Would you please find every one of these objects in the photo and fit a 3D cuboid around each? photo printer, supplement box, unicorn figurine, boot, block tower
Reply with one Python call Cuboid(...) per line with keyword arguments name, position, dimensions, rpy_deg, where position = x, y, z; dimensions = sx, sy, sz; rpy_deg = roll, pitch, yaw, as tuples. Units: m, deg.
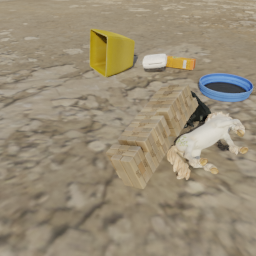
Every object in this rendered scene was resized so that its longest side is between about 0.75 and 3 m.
Cuboid(name="photo printer", position=(1.031, -2.553, 10.731), dimensions=(0.923, 0.385, 1.109), rpy_deg=(-4, 23, 10))
Cuboid(name="supplement box", position=(2.104, -2.670, 11.440), dimensions=(1.226, 0.422, 0.408), rpy_deg=(10, 25, 20))
Cuboid(name="unicorn figurine", position=(1.893, 0.206, 6.255), dimensions=(2.346, 0.866, 1.611), rpy_deg=(-17, 24, -9))
Cuboid(name="boot", position=(1.460, -0.533, 7.984), dimensions=(1.264, 0.571, 1.542), rpy_deg=(-13, 36, -14))
Cuboid(name="block tower", position=(0.610, 0.005, 6.198), dimensions=(0.748, 0.800, 2.769), rpy_deg=(3, 39, 40))

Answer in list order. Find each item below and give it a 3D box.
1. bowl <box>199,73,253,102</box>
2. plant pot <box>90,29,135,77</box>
Cuboid(name="bowl", position=(3.288, -1.382, 9.489), dimensions=(1.744, 0.342, 1.744), rpy_deg=(0, 33, 0))
Cuboid(name="plant pot", position=(-0.589, -3.003, 11.057), dimensions=(1.349, 1.529, 1.529), rpy_deg=(-11, 33, -29))
